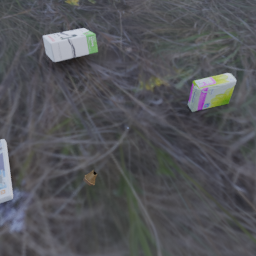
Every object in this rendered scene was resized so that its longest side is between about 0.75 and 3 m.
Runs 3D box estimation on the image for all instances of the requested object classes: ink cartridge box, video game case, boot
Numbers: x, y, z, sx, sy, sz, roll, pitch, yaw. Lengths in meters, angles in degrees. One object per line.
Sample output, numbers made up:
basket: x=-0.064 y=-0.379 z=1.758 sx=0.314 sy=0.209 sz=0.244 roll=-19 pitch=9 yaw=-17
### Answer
ink cartridge box: x=-2.103 y=-3.041 z=10.175 sx=1.654 sy=0.695 sz=1.203 roll=-19 pitch=36 yaw=-21
video game case: x=-4.001 y=1.266 z=7.189 sx=1.825 sy=0.230 sz=2.003 roll=-17 pitch=47 yaw=-14
boot: x=-0.852 y=1.173 z=6.710 sx=0.313 sy=0.851 sz=0.321 roll=40 pitch=83 yaw=0

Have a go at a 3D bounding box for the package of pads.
package of pads: x=2.605 y=-1.122 z=8.739 sx=1.345 sy=1.039 sz=0.459 roll=-13 pitch=50 yaw=-12
